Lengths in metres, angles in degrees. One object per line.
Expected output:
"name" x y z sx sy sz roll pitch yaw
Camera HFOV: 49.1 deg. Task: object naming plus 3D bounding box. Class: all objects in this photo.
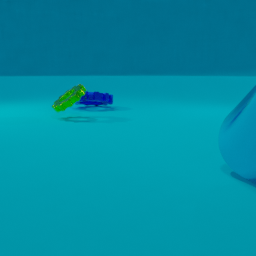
"gear" -1.844 -0.934 8.766 1.172 0.217 1.172 -28 26 15
"cone" 1.734 -0.229 3.372 1.439 1.439 1.445 7 -27 31
"gear" -1.461 -1.151 11.151 1.729 0.320 1.729 1 -3 0
